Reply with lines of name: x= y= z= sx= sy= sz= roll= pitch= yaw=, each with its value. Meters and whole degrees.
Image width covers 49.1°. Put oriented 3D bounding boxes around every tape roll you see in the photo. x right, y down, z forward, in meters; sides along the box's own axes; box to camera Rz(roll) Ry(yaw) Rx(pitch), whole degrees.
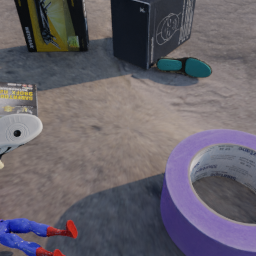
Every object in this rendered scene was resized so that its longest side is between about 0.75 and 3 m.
tape roll: x=1.954 y=1.292 z=5.326 sx=2.598 sy=1.104 sz=2.598 roll=-1 pitch=43 yaw=1

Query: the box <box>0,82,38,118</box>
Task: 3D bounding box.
box: x=-3.409 y=-0.647 z=7.466 sx=1.881 sy=0.455 sz=1.489 roll=1 pitch=41 yaw=-21

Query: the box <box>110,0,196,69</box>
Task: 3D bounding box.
box: x=0.946 y=-3.843 z=9.865 sx=1.596 sy=2.213 sz=2.982 roll=28 pitch=50 yaw=27

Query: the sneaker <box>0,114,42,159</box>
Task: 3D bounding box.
sneaker: x=-1.889 y=0.205 z=4.225 sx=1.277 sy=0.714 sz=0.466 roll=-23 pitch=79 yaw=-13

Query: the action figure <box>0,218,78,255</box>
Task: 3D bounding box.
action figure: x=-2.205 y=1.603 z=4.786 sx=2.417 sy=1.196 sz=0.789 roll=-2 pitch=40 yaw=22

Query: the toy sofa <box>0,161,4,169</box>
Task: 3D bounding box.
toy sofa: x=-3.127 y=1.142 z=5.166 sx=1.101 sy=0.935 sz=2.257 roll=-16 pitch=31 yaw=13

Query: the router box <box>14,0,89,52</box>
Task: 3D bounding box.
router box: x=-2.595 y=-4.059 z=9.639 sx=2.237 sy=2.845 sz=0.743 roll=-2 pitch=45 yaw=-1

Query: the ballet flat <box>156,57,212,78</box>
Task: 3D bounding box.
ballet flat: x=1.860 y=-2.086 z=9.272 sx=1.851 sy=0.628 sz=0.697 roll=11 pitch=27 yaw=14
